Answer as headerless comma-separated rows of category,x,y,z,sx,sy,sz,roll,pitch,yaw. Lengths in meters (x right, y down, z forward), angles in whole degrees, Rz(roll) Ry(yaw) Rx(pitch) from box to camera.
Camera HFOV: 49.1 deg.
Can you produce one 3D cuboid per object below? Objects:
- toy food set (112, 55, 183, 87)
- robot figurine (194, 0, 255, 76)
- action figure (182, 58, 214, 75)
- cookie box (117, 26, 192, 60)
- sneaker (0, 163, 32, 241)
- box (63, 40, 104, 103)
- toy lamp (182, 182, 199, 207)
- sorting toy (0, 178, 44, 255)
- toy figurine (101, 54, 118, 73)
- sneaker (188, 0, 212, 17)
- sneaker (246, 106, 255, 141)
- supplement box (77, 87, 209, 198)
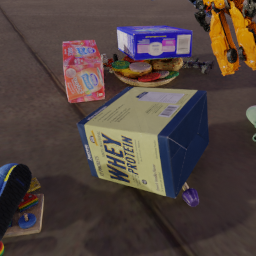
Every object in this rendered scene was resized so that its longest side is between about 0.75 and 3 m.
toy food set,0.800,-2.571,11.971,2.895,0.704,2.865,12,36,17
robot figurine,3.093,-3.025,8.246,0.825,2.834,2.055,-34,21,-32
action figure,3.065,-2.855,12.595,1.500,0.520,0.976,21,45,33
cookie box,1.039,-3.789,12.209,2.500,1.098,2.923,-7,25,-12
sneaker,-2.710,1.587,5.376,0.854,0.718,2.179,-10,37,25
box,-1.771,-2.302,10.916,1.358,1.472,2.868,-6,33,-10
toy lamp,1.305,1.297,6.558,0.367,0.367,1.261,-7,35,-10
sorting toy,-2.343,1.712,5.948,0.987,0.346,2.047,-5,34,-8
toy figurine,-0.909,-2.898,12.586,0.908,0.642,0.922,5,36,17
sneaker,2.500,-4.311,9.640,1.529,0.576,0.600,36,34,5
sneaker,3.934,-0.063,8.214,1.105,0.689,1.873,-8,37,-23
supplement box,0.481,0.149,6.831,2.290,1.539,2.292,8,33,33
